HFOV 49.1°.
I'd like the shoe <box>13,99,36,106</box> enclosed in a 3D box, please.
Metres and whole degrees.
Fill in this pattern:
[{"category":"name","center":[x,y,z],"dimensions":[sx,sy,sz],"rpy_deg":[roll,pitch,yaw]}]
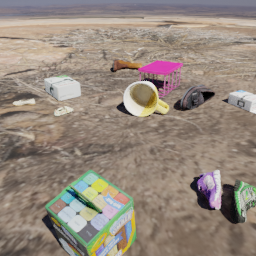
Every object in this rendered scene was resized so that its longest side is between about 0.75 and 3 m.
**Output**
[{"category":"shoe","center":[-4.445,-1.109,11.982],"dimensions":[0.928,0.248,0.324],"rpy_deg":[-4,28,-7]}]

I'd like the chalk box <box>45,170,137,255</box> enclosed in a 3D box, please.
[{"category":"chalk box","center":[-0.611,1.564,4.886],"dimensions":[1.096,1.756,1.088],"rpy_deg":[29,50,31]}]

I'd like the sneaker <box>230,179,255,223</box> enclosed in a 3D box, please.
[{"category":"sneaker","center":[2.668,1.651,6.371],"dimensions":[0.577,0.529,1.355],"rpy_deg":[12,29,21]}]

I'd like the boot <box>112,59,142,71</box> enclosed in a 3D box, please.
[{"category":"boot","center":[-0.033,-3.651,16.792],"dimensions":[1.737,0.595,1.635],"rpy_deg":[10,21,4]}]

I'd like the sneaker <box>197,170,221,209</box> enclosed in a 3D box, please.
[{"category":"sneaker","center":[1.957,1.480,6.795],"dimensions":[0.577,0.525,1.305],"rpy_deg":[0,22,15]}]

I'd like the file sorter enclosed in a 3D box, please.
[{"category":"file sorter","center":[1.552,-2.344,13.288],"dimensions":[1.376,1.242,1.980],"rpy_deg":[15,30,28]}]

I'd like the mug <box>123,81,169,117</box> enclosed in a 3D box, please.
[{"category":"mug","center":[0.699,-1.153,11.346],"dimensions":[1.361,1.699,1.395],"rpy_deg":[-27,11,19]}]

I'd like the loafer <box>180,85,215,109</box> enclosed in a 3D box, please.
[{"category":"loafer","center":[3.003,-1.326,11.842],"dimensions":[0.736,0.840,2.336],"rpy_deg":[22,31,29]}]

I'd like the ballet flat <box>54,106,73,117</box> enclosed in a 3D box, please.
[{"category":"ballet flat","center":[-2.552,-0.701,11.169],"dimensions":[0.331,0.279,0.874],"rpy_deg":[22,34,37]}]

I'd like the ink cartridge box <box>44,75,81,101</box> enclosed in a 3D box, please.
[{"category":"ink cartridge box","center":[-3.043,-1.890,13.034],"dimensions":[1.150,0.651,1.568],"rpy_deg":[-19,33,-32]}]

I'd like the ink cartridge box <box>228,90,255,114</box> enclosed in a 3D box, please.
[{"category":"ink cartridge box","center":[5.051,-1.113,11.747],"dimensions":[0.820,0.472,1.416],"rpy_deg":[-17,32,-30]}]
